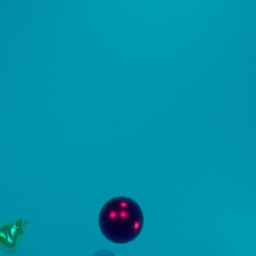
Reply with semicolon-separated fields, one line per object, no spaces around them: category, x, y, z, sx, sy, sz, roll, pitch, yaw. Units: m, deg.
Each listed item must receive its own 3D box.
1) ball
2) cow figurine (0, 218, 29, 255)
ball;-0.133;1.799;5.504;0.898;0.898;0.898;0;74;0
cow figurine;-2.800;2.030;5.588;1.373;0.754;1.351;44;43;12
